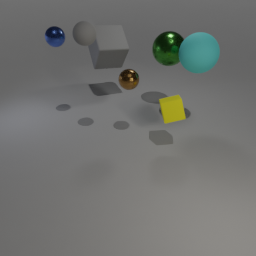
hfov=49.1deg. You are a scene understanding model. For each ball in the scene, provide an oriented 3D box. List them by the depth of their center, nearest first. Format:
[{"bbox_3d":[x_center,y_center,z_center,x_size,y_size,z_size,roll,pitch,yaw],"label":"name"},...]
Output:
[{"bbox_3d":[-1.275,-2.772,8.223,0.700,0.700,0.700,0,30,0],"label":"ball"},{"bbox_3d":[0.030,-1.626,9.389,0.700,0.700,0.700,0,30,0],"label":"ball"},{"bbox_3d":[-2.554,-3.196,9.812,0.700,0.700,0.700,0,30,0],"label":"ball"},{"bbox_3d":[2.504,-2.641,9.889,1.400,1.400,1.400,0,30,0],"label":"ball"},{"bbox_3d":[1.704,-3.279,11.608,1.400,1.400,1.400,0,30,0],"label":"ball"}]

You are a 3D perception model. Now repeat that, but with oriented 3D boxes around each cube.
[{"bbox_3d":[1.459,-0.635,9.310,0.700,0.700,0.700,-13,17,6],"label":"cube"},{"bbox_3d":[-0.928,-3.708,12.882,1.400,1.400,1.400,-8,68,-20],"label":"cube"}]
